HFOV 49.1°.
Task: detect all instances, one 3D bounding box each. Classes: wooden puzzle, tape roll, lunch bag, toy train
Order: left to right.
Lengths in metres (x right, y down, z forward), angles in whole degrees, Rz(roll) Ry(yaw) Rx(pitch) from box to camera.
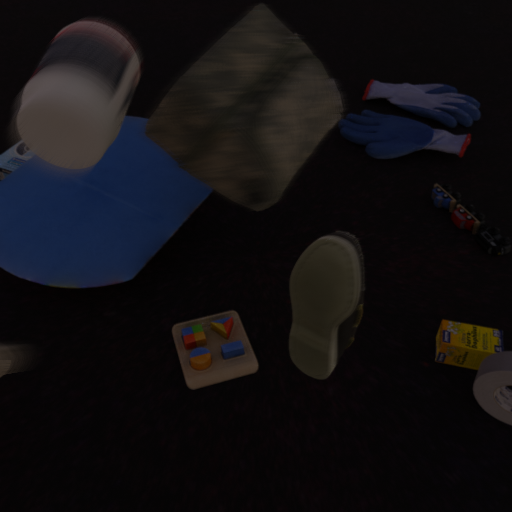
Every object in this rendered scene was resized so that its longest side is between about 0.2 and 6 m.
[{"bbox_3d":[-0.656,1.377,8.646,1.113,0.278,1.201,-12,46,-13],"label":"wooden puzzle"},{"bbox_3d":[-0.013,-2.265,8.936,2.275,1.890,2.712,43,55,-13],"label":"lunch bag"},{"bbox_3d":[4.034,-0.724,10.787,0.482,0.359,2.105,-25,49,-8],"label":"toy train"},{"bbox_3d":[3.559,1.824,7.560,1.143,1.143,0.378,22,49,21],"label":"tape roll"}]

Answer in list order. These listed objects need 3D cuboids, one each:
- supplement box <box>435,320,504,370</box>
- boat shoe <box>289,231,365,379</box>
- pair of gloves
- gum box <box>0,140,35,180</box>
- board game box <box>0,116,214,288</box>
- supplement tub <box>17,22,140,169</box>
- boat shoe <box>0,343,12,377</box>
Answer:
[{"bbox_3d":[3.224,1.370,8.499,0.890,0.488,0.485,9,45,10],"label":"supplement box"},{"bbox_3d":[0.684,0.412,5.218,0.633,1.776,0.535,29,48,23],"label":"boat shoe"},{"bbox_3d":[3.683,-3.250,13.340,2.999,0.425,3.731,16,45,18],"label":"pair of gloves"},{"bbox_3d":[-4.541,-2.131,12.173,1.527,0.400,1.797,16,47,16],"label":"gum box"},{"bbox_3d":[-2.885,-0.943,10.692,3.538,0.872,4.479,25,55,17],"label":"board game box"},{"bbox_3d":[-1.826,-1.689,5.858,0.978,0.978,1.393,3,50,4],"label":"supplement tub"},{"bbox_3d":[-3.526,1.238,6.243,1.903,0.636,0.542,-22,31,11],"label":"boat shoe"}]
